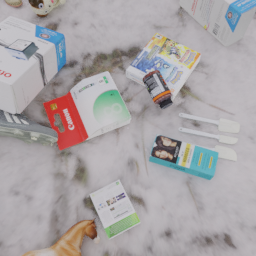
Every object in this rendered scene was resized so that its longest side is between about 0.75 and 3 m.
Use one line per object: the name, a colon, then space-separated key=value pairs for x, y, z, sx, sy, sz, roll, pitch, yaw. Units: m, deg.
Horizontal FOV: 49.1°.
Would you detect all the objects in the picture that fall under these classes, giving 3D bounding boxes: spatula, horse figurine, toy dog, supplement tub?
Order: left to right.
toy dog: x=-3.132 y=-5.005 z=10.426 sx=1.616 sy=1.163 sz=1.667 roll=4 pitch=65 yaw=4
horse figurine: x=-1.835 y=3.382 z=6.445 sx=2.801 sy=0.699 sz=1.856 roll=-18 pitch=65 yaw=-9
supplement tub: x=0.924 y=-1.130 z=8.416 sx=0.598 sy=0.598 sz=1.119 roll=-25 pitch=82 yaw=-12
spatula: x=2.360 y=0.185 z=8.387 sx=1.880 sy=0.151 sz=1.307 roll=12 pitch=70 yaw=7

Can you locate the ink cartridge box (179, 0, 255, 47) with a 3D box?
ink cartridge box: x=3.071 y=-4.353 z=9.852 sx=0.901 sy=1.529 sz=2.655 roll=-32 pitch=68 yaw=-16

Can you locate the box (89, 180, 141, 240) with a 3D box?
box: x=-0.353 y=2.113 z=7.339 sx=0.914 sy=0.230 sz=1.266 roll=-25 pitch=65 yaw=-9

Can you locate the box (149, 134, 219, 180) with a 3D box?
box: x=1.554 y=0.808 z=7.880 sx=1.800 sy=0.443 sz=0.741 roll=16 pitch=65 yaw=8

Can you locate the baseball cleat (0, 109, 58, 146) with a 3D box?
baseball cleat: x=-3.225 y=-0.289 z=8.167 sx=2.646 sy=0.923 sz=1.408 roll=9 pitch=64 yaw=4

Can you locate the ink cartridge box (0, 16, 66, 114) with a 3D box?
ink cartridge box: x=-3.441 y=-1.990 z=8.472 sx=2.044 sy=1.199 sz=2.792 roll=20 pitch=48 yaw=7

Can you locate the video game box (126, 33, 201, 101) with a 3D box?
video game box: x=1.188 y=-2.080 z=9.325 sx=1.791 sy=0.460 sz=1.966 roll=31 pitch=68 yaw=12

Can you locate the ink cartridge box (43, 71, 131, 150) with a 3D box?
ink cartridge box: x=-1.300 y=-0.584 z=8.539 sx=2.297 sy=0.575 sz=1.848 roll=-21 pitch=65 yaw=-12

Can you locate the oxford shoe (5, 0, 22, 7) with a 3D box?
oxford shoe: x=-4.659 y=-5.221 z=10.848 sx=1.470 sy=0.543 sz=0.520 roll=40 pitch=70 yaw=18
